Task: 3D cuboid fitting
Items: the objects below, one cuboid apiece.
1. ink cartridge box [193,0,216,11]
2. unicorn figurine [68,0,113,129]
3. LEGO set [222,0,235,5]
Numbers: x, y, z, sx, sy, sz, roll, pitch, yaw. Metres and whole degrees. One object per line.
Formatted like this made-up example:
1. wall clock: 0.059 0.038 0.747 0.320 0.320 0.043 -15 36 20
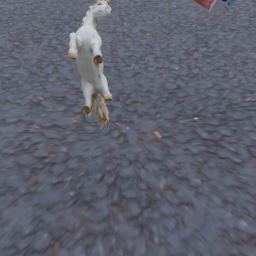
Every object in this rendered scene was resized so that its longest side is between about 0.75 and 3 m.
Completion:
1. ink cartridge box: 2.288 -3.853 6.993 0.557 1.650 0.961 34 26 6
2. unicorn figurine: -0.597 -1.239 4.856 0.836 2.265 1.555 8 33 -11
3. LEGO set: 1.570 -2.382 4.586 0.368 0.396 0.965 24 26 -50
